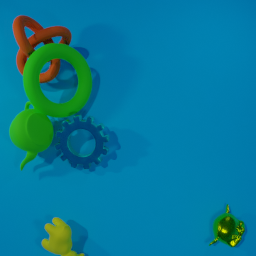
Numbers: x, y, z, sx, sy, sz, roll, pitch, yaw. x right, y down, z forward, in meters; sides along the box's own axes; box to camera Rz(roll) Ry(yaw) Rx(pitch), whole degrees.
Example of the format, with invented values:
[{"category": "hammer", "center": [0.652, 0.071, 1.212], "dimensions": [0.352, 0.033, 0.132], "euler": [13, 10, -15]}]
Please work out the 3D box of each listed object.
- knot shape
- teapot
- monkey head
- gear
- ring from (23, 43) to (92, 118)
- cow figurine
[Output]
[{"category": "knot shape", "center": [-2.560, -2.204, 8.201], "dimensions": [0.879, 1.903, 1.781], "euler": [24, 104, 40]}, {"category": "teapot", "center": [-2.769, 0.175, 7.875], "dimensions": [0.980, 1.245, 2.002], "euler": [-13, 72, 31]}, {"category": "monkey head", "center": [2.576, 2.687, 7.346], "dimensions": [0.756, 0.902, 1.254], "euler": [26, 61, 20]}, {"category": "gear", "center": [-1.280, 0.397, 7.901], "dimensions": [1.510, 0.279, 1.510], "euler": [1, 100, 4]}, {"category": "ring", "center": [-1.932, -1.332, 7.974], "dimensions": [0.419, 2.094, 2.094], "euler": [9, 69, 49]}, {"category": "cow figurine", "center": [-1.610, 3.019, 7.154], "dimensions": [1.188, 0.662, 1.207], "euler": [25, 117, 20]}]
